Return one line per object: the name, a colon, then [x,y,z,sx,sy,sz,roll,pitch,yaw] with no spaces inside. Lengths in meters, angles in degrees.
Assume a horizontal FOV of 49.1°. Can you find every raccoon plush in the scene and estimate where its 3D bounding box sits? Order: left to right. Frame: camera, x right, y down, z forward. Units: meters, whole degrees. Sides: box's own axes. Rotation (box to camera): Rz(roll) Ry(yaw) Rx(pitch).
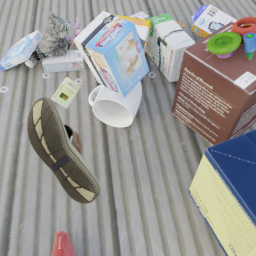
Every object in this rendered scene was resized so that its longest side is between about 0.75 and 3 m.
raccoon plush: [-3.050,-3.244,10.597,1.076,1.490,2.224,37,79,8]

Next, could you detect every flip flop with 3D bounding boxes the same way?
flip flop: [-1.584,0.567,7.282,2.937,1.191,0.846,56,30,-1]

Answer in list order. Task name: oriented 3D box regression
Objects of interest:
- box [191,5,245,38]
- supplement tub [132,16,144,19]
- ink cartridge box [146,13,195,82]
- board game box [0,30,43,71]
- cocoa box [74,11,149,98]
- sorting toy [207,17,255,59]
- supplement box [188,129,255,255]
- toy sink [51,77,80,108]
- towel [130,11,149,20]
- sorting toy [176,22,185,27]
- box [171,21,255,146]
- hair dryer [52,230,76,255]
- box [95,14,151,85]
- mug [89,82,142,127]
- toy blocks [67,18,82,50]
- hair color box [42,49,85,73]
box: [3.966,-4.420,12.345,2.405,0.499,1.432,35,71,12]
supplement tub: [-0.034,-3.848,11.841,1.731,1.252,1.252,-34,60,-24]
ink cartridge box: [1.634,-3.153,11.078,0.931,1.642,2.240,-19,54,-15]
board game box: [-4.391,-3.154,11.430,1.581,0.344,1.588,-12,46,30]
cocoa box: [-0.388,-2.088,8.161,1.263,1.925,1.284,35,75,31]
sorting toy: [2.992,-2.285,7.604,1.720,0.706,1.034,-36,44,-11]
supplement box: [2.951,1.797,6.819,1.635,2.433,2.436,-19,55,-14]
toy sink: [-1.829,-1.062,8.345,0.535,0.460,0.821,35,85,-14]
towel: [0.542,-5.256,13.516,0.781,0.334,0.647,-32,58,-20]
sorting toy: [2.299,-4.953,13.408,0.853,0.116,0.480,2,53,1]
box: [3.132,-1.281,8.935,2.328,2.806,2.304,-34,60,-24]
hair dryer: [-2.053,3.635,6.531,1.983,0.707,2.603,21,55,16]
box: [-0.237,-2.797,10.642,1.662,0.579,2.792,12,86,9]
mug: [-0.478,-1.128,9.744,1.951,1.440,1.710,2,52,26]
toy blocks: [-2.179,-3.902,11.909,1.357,1.142,1.268,-5,48,-3]
hair color box: [-2.629,-2.747,11.500,1.615,0.490,0.799,-6,53,-4]
